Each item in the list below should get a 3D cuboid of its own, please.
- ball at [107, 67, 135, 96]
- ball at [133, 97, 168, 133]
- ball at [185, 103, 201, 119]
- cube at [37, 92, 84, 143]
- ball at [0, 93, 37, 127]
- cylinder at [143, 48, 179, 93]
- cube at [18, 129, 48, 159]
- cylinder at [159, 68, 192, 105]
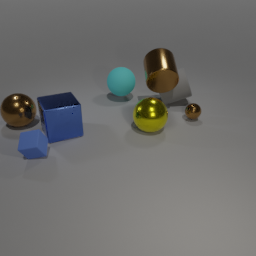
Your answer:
[{"bbox_3d":[-0.333,-2.269,13.718,1.400,1.400,1.400,0,29,0],"label":"ball"},{"bbox_3d":[0.888,-0.515,11.107,1.400,1.400,1.400,0,29,0],"label":"ball"},{"bbox_3d":[2.802,-0.720,12.049,0.700,0.700,0.700,0,29,0],"label":"ball"},{"bbox_3d":[-2.655,-0.447,10.992,1.400,1.400,1.400,-13,31,-22],"label":"cube"},{"bbox_3d":[-4.480,-0.726,11.483,1.400,1.400,1.400,0,29,0],"label":"ball"},{"bbox_3d":[1.420,-2.488,12.177,1.400,1.400,1.400,-2,53,-3],"label":"cylinder"},{"bbox_3d":[-3.213,0.559,9.522,0.700,0.700,0.700,-10,57,8],"label":"cube"},{"bbox_3d":[2.172,-1.971,13.341,1.400,1.400,1.400,-18,27,13],"label":"cylinder"}]
